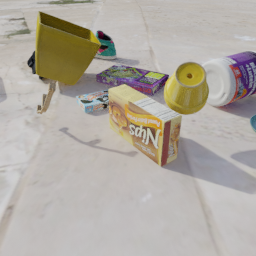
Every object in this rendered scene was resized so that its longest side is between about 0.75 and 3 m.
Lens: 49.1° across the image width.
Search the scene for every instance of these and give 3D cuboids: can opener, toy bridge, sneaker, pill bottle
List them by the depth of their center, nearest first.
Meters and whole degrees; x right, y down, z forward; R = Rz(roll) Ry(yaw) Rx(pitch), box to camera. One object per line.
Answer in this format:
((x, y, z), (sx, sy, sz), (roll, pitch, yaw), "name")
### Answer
((-2.436, -0.765, 8.258), (0.200, 1.470, 0.494), (11, 60, -28), "toy bridge")
((4.123, -1.919, 10.302), (2.936, 1.636, 1.636), (-19, 38, -27), "pill bottle")
((-4.015, -2.852, 12.752), (0.791, 0.981, 2.496), (27, 21, -35), "can opener")
((-1.644, -4.246, 14.167), (2.203, 1.330, 0.921), (9, 34, 14), "sneaker")

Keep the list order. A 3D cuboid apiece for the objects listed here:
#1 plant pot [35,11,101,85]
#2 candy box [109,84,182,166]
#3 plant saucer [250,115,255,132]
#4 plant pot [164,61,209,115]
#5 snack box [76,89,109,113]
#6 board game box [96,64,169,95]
((-2.716, -3.133, 11.421), (2.328, 2.054, 2.329), (13, 28, -26), "plant pot")
((0.373, -0.155, 7.824), (0.657, 1.372, 2.377), (-23, 40, -31), "candy box")
((4.592, 0.024, 8.620), (1.633, 0.224, 1.633), (-1, 33, 0), "plant saucer")
((1.551, -1.095, 7.294), (1.192, 1.121, 1.192), (-2, 69, 5), "plant pot")
((-0.992, -1.018, 10.158), (1.551, 0.288, 0.901), (-16, 36, -23), "snack box")
((0.196, -2.098, 11.774), (2.650, 0.428, 1.590), (18, 33, 26), "board game box")
